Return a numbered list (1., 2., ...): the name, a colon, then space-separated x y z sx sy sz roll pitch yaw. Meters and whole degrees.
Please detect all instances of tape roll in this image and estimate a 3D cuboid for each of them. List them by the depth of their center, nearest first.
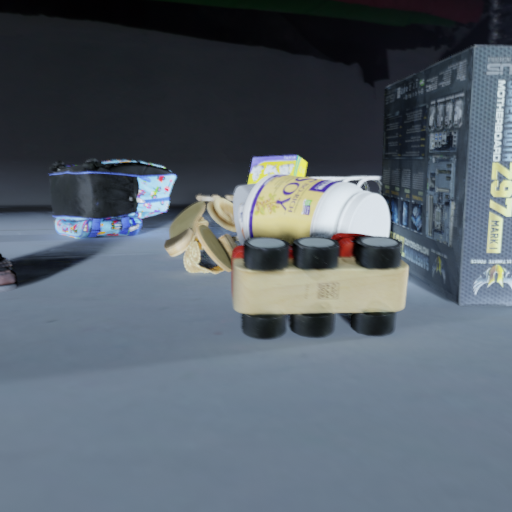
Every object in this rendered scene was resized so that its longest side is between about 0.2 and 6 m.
1. tape roll: -0.011 -0.637 10.096 0.438 1.327 1.327 -10 10 -18

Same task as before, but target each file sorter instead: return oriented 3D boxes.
1. file sorter: 1.930 -0.696 10.185 1.666 1.495 2.401 -3 8 -19

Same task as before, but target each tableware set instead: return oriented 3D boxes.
1. tableware set: -0.278 -0.963 12.244 1.328 0.403 2.009 51 27 17

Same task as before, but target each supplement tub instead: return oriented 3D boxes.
1. supplement tub: 0.873 -0.469 8.325 1.866 1.357 1.357 14 14 39

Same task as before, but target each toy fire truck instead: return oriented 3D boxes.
1. toy fire truck: 0.480 0.209 5.407 1.484 1.085 1.686 -1 17 -6

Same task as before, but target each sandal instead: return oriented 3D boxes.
1. sandal: -0.743 0.043 8.449 0.674 0.752 2.051 -31 -6 9
2. sandal: -1.301 -0.358 11.342 0.802 0.719 2.186 -26 21 15

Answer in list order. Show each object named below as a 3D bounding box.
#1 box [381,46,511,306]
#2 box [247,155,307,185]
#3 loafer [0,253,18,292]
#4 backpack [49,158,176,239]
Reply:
1. box: 2.432 -1.029 7.258 0.864 2.670 3.386 0 9 -2
2. box: 0.290 -1.032 11.269 1.133 1.931 0.467 3 -10 35
3. loafer: -3.649 0.098 7.213 0.676 0.592 1.880 -6 9 -44
4. backpack: -3.790 -1.603 15.380 3.035 2.042 2.771 -7 10 -41
